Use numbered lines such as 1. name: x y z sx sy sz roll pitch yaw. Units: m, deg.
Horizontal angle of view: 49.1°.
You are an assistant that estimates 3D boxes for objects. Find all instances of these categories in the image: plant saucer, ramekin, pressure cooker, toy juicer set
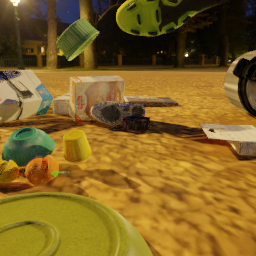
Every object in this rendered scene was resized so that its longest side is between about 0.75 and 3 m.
1. plant saucer: -0.954 1.156 2.483 2.460 0.382 2.460 1 14 0
2. ramekin: -1.700 -2.958 9.299 1.407 0.687 1.407 -41 12 11
3. pressure cooker: 4.554 -1.386 9.052 2.288 2.323 2.601 -15 12 7
4. toy juicer set: -1.967 0.492 4.989 2.357 0.641 1.500 10 34 22

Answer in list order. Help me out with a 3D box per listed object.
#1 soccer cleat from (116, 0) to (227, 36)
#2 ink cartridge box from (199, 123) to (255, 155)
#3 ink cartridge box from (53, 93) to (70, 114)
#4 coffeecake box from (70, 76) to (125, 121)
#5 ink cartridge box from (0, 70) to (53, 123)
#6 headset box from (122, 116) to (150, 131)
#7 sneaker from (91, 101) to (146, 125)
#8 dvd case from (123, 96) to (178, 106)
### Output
1. soccer cleat: 0.975 -2.569 5.540 2.595 0.839 1.085 -22 40 1
2. ink cartridge box: 2.381 0.223 6.383 1.326 0.336 1.505 2 13 6
3. ink cartridge box: -1.398 -1.037 11.052 2.363 0.600 2.682 0 14 3
4. coffeecake box: -1.015 -0.987 9.158 1.683 1.292 0.615 -7 28 -26
5. ink cartridge box: -3.794 -1.082 9.157 1.515 0.882 2.095 49 35 17
6. headset box: 0.202 -0.147 8.000 0.779 0.292 0.579 4 14 14
7. sneaker: -0.411 -0.464 8.754 1.866 0.727 0.927 1 4 -36
8. dvd case: 0.880 -1.224 12.521 2.362 0.189 1.756 0 14 -5
